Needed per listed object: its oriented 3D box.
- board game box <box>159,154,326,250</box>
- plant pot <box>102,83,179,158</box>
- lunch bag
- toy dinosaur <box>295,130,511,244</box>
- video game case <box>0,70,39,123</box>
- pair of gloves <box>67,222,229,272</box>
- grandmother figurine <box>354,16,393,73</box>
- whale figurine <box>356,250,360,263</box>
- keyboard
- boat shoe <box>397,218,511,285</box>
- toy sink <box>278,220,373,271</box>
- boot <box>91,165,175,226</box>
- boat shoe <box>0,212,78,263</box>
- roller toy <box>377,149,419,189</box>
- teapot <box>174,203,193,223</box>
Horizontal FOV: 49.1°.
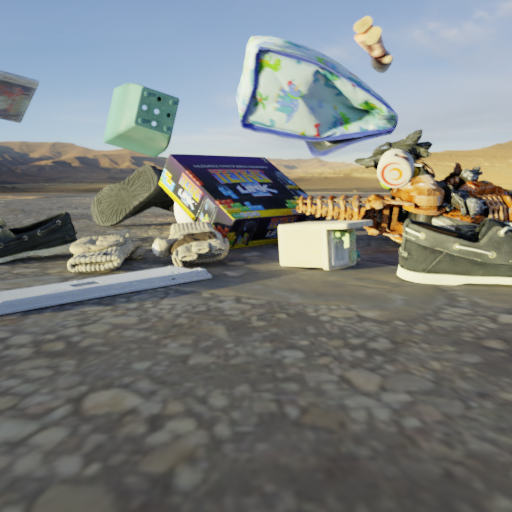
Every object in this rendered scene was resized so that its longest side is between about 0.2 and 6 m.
[{"bbox_3d":[-0.265,-1.441,13.969,3.335,0.946,2.757,-9,45,-45],"label":"board game box"},{"bbox_3d":[-2.592,-3.233,13.077,1.392,1.392,1.970,13,-1,-25],"label":"plant pot"},{"bbox_3d":[0.867,-2.415,8.521,2.221,1.415,1.888,8,26,-9],"label":"lunch bag"},{"bbox_3d":[3.780,-1.310,12.977,5.338,2.727,3.623,20,21,-14],"label":"toy dinosaur"},{"bbox_3d":[-3.902,-2.475,8.698,0.770,0.097,0.846,3,-41,-45],"label":"video game case"},{"bbox_3d":[-2.042,-0.124,10.868,2.985,0.523,2.538,-7,15,-14],"label":"pair of gloves"},{"bbox_3d":[1.897,-3.330,8.992,0.403,0.806,1.329,-30,-18,17],"label":"grandmother figurine"},{"bbox_3d":[1.764,-0.011,10.801,0.518,0.269,0.412,4,-2,42],"label":"whale figurine"},{"bbox_3d":[-2.413,0.467,8.203,1.068,0.202,3.794,1,7,45],"label":"keyboard"},{"bbox_3d":[3.841,-0.070,8.835,3.092,1.046,1.111,3,7,9],"label":"boat shoe"},{"bbox_3d":[1.290,-0.198,10.261,1.500,0.840,0.978,1,7,40],"label":"toy sink"},{"bbox_3d":[-3.125,-1.780,18.786,3.100,1.234,3.761,-22,-11,30],"label":"boot"},{"bbox_3d":[-4.811,-0.376,10.884,2.668,0.885,0.997,-11,16,-30],"label":"boat shoe"},{"bbox_3d":[2.755,-1.727,11.010,0.743,0.678,0.519,-13,29,29],"label":"roller toy"},{"bbox_3d":[-1.514,-1.697,15.860,2.089,1.546,2.117,-23,-3,-21],"label":"teapot"}]
